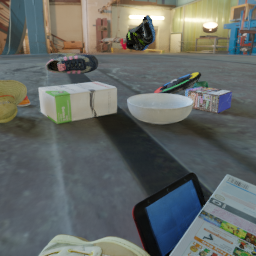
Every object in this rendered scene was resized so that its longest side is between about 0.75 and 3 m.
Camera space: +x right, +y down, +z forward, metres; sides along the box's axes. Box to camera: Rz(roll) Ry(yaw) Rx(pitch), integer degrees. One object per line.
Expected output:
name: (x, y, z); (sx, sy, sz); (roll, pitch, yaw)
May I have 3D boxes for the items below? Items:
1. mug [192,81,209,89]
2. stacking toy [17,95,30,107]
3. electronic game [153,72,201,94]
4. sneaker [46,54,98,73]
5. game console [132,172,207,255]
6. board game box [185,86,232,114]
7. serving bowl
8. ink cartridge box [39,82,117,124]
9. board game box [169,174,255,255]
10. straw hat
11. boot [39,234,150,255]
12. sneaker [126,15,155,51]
mug: (3.771, -1.946, 14.693); (0.714, 0.949, 1.155); (0, 17, 27)
stacking toy: (-5.159, -1.582, 13.591); (0.725, 0.992, 0.725); (0, 18, 0)
electronic game: (2.631, -2.367, 15.149); (2.731, 0.568, 2.731); (-24, 13, 6)
sneaker: (-1.670, -1.813, 8.222); (1.626, 0.570, 0.667); (1, 24, 27)
game console: (1.095, 1.604, 4.289); (1.673, 0.993, 1.441); (-18, 28, -41)
board game box: (3.758, -1.359, 13.171); (1.721, 0.834, 1.372); (17, 26, 41)
serving bowl: (1.277, -0.722, 11.291); (2.630, 0.865, 2.630); (0, 18, 0)
ink cartridge box: (-2.145, -1.198, 12.158); (2.817, 1.183, 2.049); (-12, 22, -31)
board game box: (1.738, 1.802, 3.674); (1.862, 0.811, 2.524); (22, 28, 29)
straw hat: (-5.000, -0.778, 11.047); (2.449, 2.449, 1.037); (-17, 67, -40)
boot: (-0.726, 1.986, 3.335); (1.949, 0.702, 1.507); (-9, 12, 35)
sneaker: (0.391, -3.125, 9.557); (0.842, 0.721, 2.033); (-10, -4, -13)
